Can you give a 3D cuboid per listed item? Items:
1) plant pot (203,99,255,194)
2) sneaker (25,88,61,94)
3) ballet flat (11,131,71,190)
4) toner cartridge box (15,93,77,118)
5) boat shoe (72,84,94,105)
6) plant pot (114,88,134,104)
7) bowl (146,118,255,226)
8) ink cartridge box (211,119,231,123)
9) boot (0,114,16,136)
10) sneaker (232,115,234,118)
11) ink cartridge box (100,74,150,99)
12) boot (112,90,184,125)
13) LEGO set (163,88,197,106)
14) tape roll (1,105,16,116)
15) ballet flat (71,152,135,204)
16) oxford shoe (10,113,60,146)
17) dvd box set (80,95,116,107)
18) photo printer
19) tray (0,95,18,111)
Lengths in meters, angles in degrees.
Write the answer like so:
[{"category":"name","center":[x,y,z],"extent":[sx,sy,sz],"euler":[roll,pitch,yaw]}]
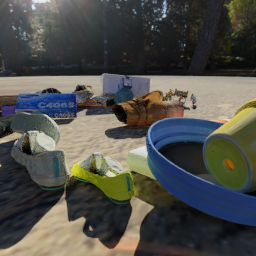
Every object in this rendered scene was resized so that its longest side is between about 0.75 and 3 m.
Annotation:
[{"category":"plant pot","center":[1.962,0.326,4.278],"extent":[1.366,1.452,1.452],"euler":[-20,21,-24]},{"category":"sneaker","center":[-4.500,-1.534,14.101],"extent":[2.432,0.944,1.050],"euler":[-12,15,-42]},{"category":"ballet flat","center":[-1.813,0.446,5.783],"extent":[0.881,0.814,2.612],"euler":[-9,16,-34]},{"category":"toner cartridge box","center":[-3.218,-0.894,11.216],"extent":[2.283,0.493,1.084],"euler":[-2,41,-12]},{"category":"boat shoe","center":[-2.282,-1.855,14.186],"extent":[0.808,0.728,2.241],"euler":[0,24,13]},{"category":"plant pot","center":[-0.293,-1.535,14.271],"extent":[0.907,0.907,0.728],"euler":[10,25,36]},{"category":"bowl","center":[1.619,0.576,4.696],"extent":[2.743,0.538,2.743],"euler":[9,22,-3]},{"category":"ink cartridge box","center":[2.776,-0.156,9.149],"extent":[1.587,0.491,1.957],"euler":[-3,16,-15]},{"category":"boot","center":[-4.249,-0.174,8.940],"extent":[1.407,0.560,1.707],"euler":[11,18,4]},{"category":"sneaker","center":[4.343,-0.183,9.343],"extent":[1.597,0.589,0.639],"euler":[-5,27,-1]},{"category":"ink cartridge box","center":[-0.228,-2.315,15.853],"extent":[2.596,1.115,1.901],"euler":[2,1,-10]},{"category":"boot","center":[0.441,-0.705,10.633],"extent":[2.248,1.110,2.895],"euler":[-8,23,-21]},{"category":"LEGO set","center":[2.499,-1.517,15.007],"extent":[2.184,0.813,1.005],"euler":[5,-21,39]},{"category":"tape roll","center":[-4.790,-0.770,11.845],"extent":[1.034,0.440,1.034],"euler":[-1,13,0]},{"category":"ballet flat","center":[-0.474,0.754,4.966],"extent":[0.584,0.586,1.747],"euler":[-9,16,-35]},{"category":"oxford shoe","center":[-2.456,0.064,7.726],"extent":[2.292,0.862,0.662],"euler":[15,-16,44]},{"category":"dvd box set","center":[-1.866,-1.485,15.061],"extent":[2.532,0.372,1.853],"euler":[5,14,22]},{"category":"photo printer","center":[0.761,0.683,5.562],"extent":[1.067,0.445,1.283],"euler":[-11,17,-40]},{"category":"tray","center":[-5.116,-1.079,12.217],"extent":[2.445,0.453,1.206],"euler":[-2,-10,-6]}]
